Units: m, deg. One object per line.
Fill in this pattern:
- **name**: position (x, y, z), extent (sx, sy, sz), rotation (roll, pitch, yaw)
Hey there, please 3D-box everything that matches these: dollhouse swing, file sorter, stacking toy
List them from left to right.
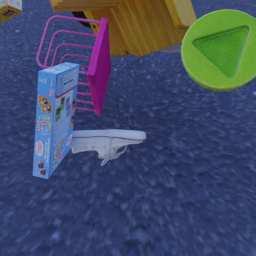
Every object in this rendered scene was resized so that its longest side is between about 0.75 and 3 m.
- **file sorter**: position (-1.097, -1.321, 6.164), extent (1.187, 1.892, 1.315), rotation (9, 70, 2)
- **dollhouse swing**: position (-0.108, -2.570, 6.714), extent (2.536, 2.304, 2.229), rotation (-8, 29, 40)
- **stacking toy**: position (2.364, -1.449, 4.552), extent (2.649, 1.236, 2.926), rotation (15, 84, 16)

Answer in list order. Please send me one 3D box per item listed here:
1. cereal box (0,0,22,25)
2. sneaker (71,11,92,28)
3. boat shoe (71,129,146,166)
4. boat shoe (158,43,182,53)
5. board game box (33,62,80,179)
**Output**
- **cereal box**: position (-3.459, -3.985, 7.312), extent (1.796, 2.496, 0.493), rotation (-7, -7, 36)
- **sneaker**: position (-1.654, -3.997, 8.466), extent (0.821, 2.241, 0.918), rotation (-20, 36, 16)
- **boat shoe**: position (-0.361, 0.323, 4.618), extent (1.383, 0.590, 0.511), rotation (-2, -1, 21)
- **boat shoe**: position (1.582, -2.816, 8.763), extent (1.875, 0.675, 0.616), rotation (-2, 49, -1)
- **board game box**: position (-1.007, -0.161, 4.017), extent (0.260, 1.422, 1.076), rotation (10, 19, 2)
